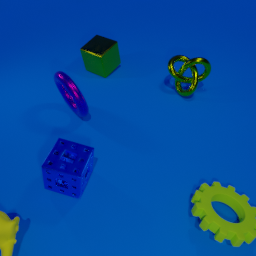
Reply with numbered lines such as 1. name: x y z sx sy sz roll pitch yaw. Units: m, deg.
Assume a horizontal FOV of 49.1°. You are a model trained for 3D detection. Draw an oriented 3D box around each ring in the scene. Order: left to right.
1. ring: -1.757 -1.034 8.674 0.322 1.610 1.610 -36 53 -16

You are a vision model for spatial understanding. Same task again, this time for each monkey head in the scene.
1. monkey head: -2.684 2.188 5.670 0.821 1.362 0.980 10 60 -22

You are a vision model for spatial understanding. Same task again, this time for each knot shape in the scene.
1. knot shape: 2.065 -1.791 9.745 1.487 1.392 0.687 12 13 12

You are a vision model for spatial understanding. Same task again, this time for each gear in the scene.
1. gear: 2.184 1.871 6.273 1.507 0.279 1.507 11 35 -8

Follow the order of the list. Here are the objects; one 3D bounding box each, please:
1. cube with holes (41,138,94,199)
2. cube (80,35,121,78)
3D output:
1. cube with holes: -1.449 0.998 6.917 0.940 0.940 0.940 15 45 5
2. cube: -1.042 -2.786 10.869 1.054 1.054 1.054 26 60 25
